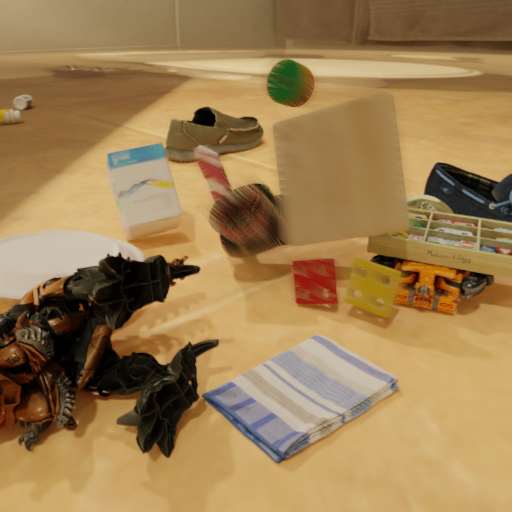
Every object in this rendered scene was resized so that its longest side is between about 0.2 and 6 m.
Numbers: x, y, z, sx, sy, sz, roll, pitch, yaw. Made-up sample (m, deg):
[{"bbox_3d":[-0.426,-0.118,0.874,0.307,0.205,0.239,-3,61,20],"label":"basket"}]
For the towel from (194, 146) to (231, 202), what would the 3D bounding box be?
[{"bbox_3d":[-0.587,-1.023,9.596,0.190,1.669,1.202,-26,24,-12],"label":"towel"}]

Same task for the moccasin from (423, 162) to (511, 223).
[{"bbox_3d":[4.446,-0.942,10.104,3.268,1.114,1.315,21,32,37],"label":"moccasin"}]

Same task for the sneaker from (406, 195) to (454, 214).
[{"bbox_3d":[2.482,-0.599,10.042,2.045,0.786,0.906,9,38,30],"label":"sneaker"}]

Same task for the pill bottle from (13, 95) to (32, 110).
[{"bbox_3d":[-8.969,-5.944,21.622,0.494,0.494,0.827,0,24,1],"label":"pill bottle"}]

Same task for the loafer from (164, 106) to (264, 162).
[{"bbox_3d":[-1.054,-3.502,15.489,1.315,1.218,3.496,18,31,34],"label":"loafer"}]

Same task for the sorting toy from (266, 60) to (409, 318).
[{"bbox_3d":[1.205,-0.979,7.593,1.746,3.623,0.613,-8,-2,35],"label":"sorting toy"}]

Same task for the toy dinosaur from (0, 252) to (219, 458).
[{"bbox_3d":[-1.931,0.752,5.941,2.548,1.918,3.755,-3,42,34],"label":"toy dinosaur"}]

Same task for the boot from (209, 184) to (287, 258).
[{"bbox_3d":[0.399,-0.654,8.274,2.214,0.799,1.672,-21,-12,3],"label":"boot"}]

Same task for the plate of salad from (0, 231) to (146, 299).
[{"bbox_3d":[-2.941,0.195,8.176,2.630,0.632,2.630,3,20,-1],"label":"plate of salad"}]

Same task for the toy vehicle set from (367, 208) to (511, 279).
[{"bbox_3d":[2.796,-0.239,8.009,2.181,0.289,1.355,11,27,17],"label":"toy vehicle set"}]

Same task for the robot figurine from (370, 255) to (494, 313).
[{"bbox_3d":[2.631,0.137,8.324,1.675,0.672,2.310,10,26,21],"label":"robot figurine"}]

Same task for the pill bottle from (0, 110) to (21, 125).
[{"bbox_3d":[-8.449,-4.704,18.963,0.848,0.478,0.478,-10,27,-20],"label":"pill bottle"}]

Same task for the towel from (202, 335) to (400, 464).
[{"bbox_3d":[0.502,1.437,6.074,1.795,0.214,1.318,-19,30,-35],"label":"towel"}]

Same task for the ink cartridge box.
[{"bbox_3d":[-1.951,-1.090,9.729,0.971,1.330,0.976,-15,-8,-17],"label":"ink cartridge box"}]
